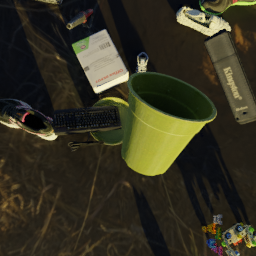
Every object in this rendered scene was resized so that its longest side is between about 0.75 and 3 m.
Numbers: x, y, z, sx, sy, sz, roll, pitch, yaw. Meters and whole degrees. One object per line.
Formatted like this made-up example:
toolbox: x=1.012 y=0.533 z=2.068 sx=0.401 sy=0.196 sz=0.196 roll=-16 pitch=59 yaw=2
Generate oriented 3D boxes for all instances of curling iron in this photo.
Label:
curling iron: x=-1.334 y=-3.115 z=8.155 sx=0.299 sy=2.340 sz=0.580 roll=12 pitch=117 yaw=-1

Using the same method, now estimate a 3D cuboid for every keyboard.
keyboard: x=-1.446 y=-0.016 z=10.211 sx=2.466 sy=0.254 sz=1.567 roll=-6 pitch=79 yaw=-14

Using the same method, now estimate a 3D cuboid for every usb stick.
usb stick: x=2.637 y=-1.260 z=7.047 sx=0.673 sy=0.396 sz=2.426 roll=-21 pitch=101 yaw=26

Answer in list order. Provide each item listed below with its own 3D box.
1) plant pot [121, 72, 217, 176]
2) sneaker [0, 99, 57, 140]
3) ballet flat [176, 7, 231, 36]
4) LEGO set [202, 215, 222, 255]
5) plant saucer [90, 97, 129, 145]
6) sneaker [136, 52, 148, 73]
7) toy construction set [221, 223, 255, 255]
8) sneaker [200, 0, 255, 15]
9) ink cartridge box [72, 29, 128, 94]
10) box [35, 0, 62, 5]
plant pot: x=0.804 y=0.020 z=7.602 sx=2.357 sy=2.357 sz=2.238 roll=22 pitch=123 yaw=3
sneaker: x=-3.802 y=-0.457 z=10.177 sx=2.676 sy=1.155 sz=1.075 roll=18 pitch=80 yaw=3
ballet flat: x=2.996 y=-4.186 z=11.002 sx=2.268 sy=0.814 sz=0.814 roll=17 pitch=81 yaw=2
LEGO set: x=2.940 y=3.720 z=9.879 sx=0.512 sy=0.551 sz=1.343 roll=13 pitch=74 yaw=-29
plant saucer: x=-0.612 y=-0.251 z=10.589 sx=1.814 sy=0.282 sz=1.814 roll=0 pitch=82 yaw=0
sneaker: x=0.524 y=-2.239 z=10.687 sx=0.463 sy=0.716 sz=1.320 roll=4 pitch=81 yaw=1
toy construction set: x=3.843 y=3.904 z=9.651 sx=1.572 sy=0.724 sz=1.030 roll=-26 pitch=85 yaw=-26
sneaker: x=4.071 y=-5.287 z=10.936 sx=2.729 sy=1.143 sz=1.047 roll=-19 pitch=75 yaw=-4
ink cartridge box: x=-1.030 y=-2.497 z=10.671 sx=1.425 sy=0.823 sz=1.959 roll=-26 pitch=82 yaw=-4
box: x=-3.370 y=-5.805 z=11.443 sx=1.569 sy=0.387 sz=1.253 roll=11 pitch=79 yaw=2
